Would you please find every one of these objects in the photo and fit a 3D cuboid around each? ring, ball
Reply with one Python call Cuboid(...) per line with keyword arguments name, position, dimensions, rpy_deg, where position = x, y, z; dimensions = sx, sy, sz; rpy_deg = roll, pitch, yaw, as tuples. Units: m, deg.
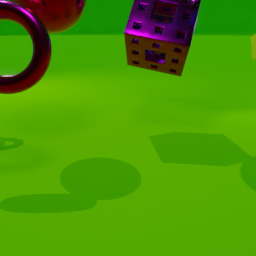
Cuboid(name="ring", position=(-1.847, -1.200, 4.210), dimensions=(1.377, 1.377, 0.275), rpy_deg=(-1, 7, -4))
Cuboid(name="ball", position=(-1.418, -2.395, 4.987), dimensions=(1.360, 1.360, 1.360), rpy_deg=(0, 20, 0))

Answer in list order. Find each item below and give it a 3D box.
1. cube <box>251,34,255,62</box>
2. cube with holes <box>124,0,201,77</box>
Cuboid(name="cube", position=(4.456, -2.505, 8.538), dimensions=(0.923, 0.923, 0.923), rpy_deg=(14, -22, -20))
Cuboid(name="cube with holes", position=(0.746, -2.129, 6.149), dimensions=(1.309, 1.309, 1.309), rpy_deg=(14, -14, 7))
